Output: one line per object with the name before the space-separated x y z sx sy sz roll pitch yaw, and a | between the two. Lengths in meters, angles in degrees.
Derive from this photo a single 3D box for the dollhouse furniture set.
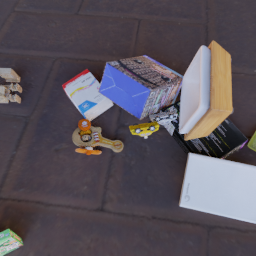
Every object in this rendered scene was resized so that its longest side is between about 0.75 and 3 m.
dollhouse furniture set | -5.320 -1.757 12.316 1.343 0.952 1.463 2 76 2

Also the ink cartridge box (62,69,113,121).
ink cartridge box | -1.824 -1.535 11.865 1.334 0.772 2.296 -36 63 -9

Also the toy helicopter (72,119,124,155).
toy helicopter | -1.159 0.552 10.616 1.984 0.783 1.312 16 54 2

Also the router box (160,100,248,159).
router box | 2.826 0.032 10.816 2.081 0.712 2.790 -27 65 -16

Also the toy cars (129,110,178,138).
toy cars | 0.930 -0.111 9.903 0.935 0.462 2.086 13 31 42

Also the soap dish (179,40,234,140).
soap dish | 2.708 -1.219 9.830 1.162 2.251 2.861 13 62 -5

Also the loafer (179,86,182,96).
loafer | 2.219 -2.050 12.504 0.542 0.560 1.597 -24 59 -16

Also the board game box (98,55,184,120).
board game box | 0.594 -1.730 11.176 2.158 1.311 2.707 35 35 21

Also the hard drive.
hard drive | 3.259 2.001 9.362 2.771 0.370 1.828 11 84 8

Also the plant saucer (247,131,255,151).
plant saucer | 5.348 0.653 10.793 1.204 0.288 1.202 32 61 21

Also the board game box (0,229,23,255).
board game box | -4.126 3.623 8.182 1.766 1.188 0.257 -23 58 -16
